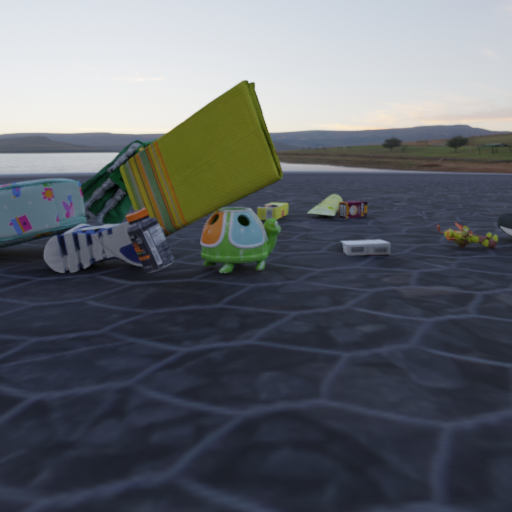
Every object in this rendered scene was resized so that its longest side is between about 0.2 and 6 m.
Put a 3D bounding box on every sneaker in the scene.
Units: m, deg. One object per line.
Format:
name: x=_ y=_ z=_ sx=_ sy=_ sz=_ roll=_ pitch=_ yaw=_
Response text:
sneaker: x=6.961 y=-0.890 z=12.289 sx=3.055 sy=1.293 sz=1.138 roll=5 pitch=12 yaw=26
sneaker: x=-2.772 y=-0.272 z=10.267 sx=2.132 sy=0.861 sz=1.231 roll=-6 pitch=14 yaw=-20

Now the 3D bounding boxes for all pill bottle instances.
pill bottle: x=-1.582 y=-0.240 z=8.201 sx=0.475 sy=0.895 sz=0.475 roll=-21 pitch=13 yaw=5

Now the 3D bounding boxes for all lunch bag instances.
lunch bag: x=-4.745 y=-0.746 z=11.037 sx=2.802 sy=1.080 sz=2.247 roll=-13 pitch=2 yaw=-23

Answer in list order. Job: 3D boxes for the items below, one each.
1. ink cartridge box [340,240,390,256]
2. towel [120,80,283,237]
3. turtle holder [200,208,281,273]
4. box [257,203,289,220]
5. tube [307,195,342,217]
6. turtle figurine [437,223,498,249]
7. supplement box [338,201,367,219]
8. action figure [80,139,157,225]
ink cartridge box: x=2.218 y=-0.175 z=11.578 sx=0.866 sy=0.268 sz=1.068 roll=-2 pitch=3 yaw=0
towel: x=-1.082 y=-1.448 z=9.677 sx=0.343 sy=1.634 sz=3.798 roll=-21 pitch=1 yaw=-44
turtle holder: x=-0.234 y=-0.309 z=9.793 sx=1.474 sy=1.047 sz=1.120 roll=-1 pitch=9 yaw=-7
box: x=0.533 y=-1.369 z=17.083 sx=0.597 sy=0.397 sz=1.585 roll=4 pitch=11 yaw=16
tube: x=2.271 y=-1.510 z=17.594 sx=0.624 sy=0.558 sz=2.151 roll=-37 pitch=0 yaw=25
turtle figurine: x=4.485 y=-0.385 z=11.885 sx=1.115 sy=0.445 sz=1.383 roll=10 pitch=-2 yaw=1
supplement box: x=2.957 y=-1.419 z=17.106 sx=0.868 sy=0.479 sz=0.372 roll=-7 pitch=14 yaw=-31
action figure: x=-3.008 y=-1.806 z=12.852 sx=1.406 sy=2.381 sz=0.651 roll=41 pitch=4 yaw=-24
